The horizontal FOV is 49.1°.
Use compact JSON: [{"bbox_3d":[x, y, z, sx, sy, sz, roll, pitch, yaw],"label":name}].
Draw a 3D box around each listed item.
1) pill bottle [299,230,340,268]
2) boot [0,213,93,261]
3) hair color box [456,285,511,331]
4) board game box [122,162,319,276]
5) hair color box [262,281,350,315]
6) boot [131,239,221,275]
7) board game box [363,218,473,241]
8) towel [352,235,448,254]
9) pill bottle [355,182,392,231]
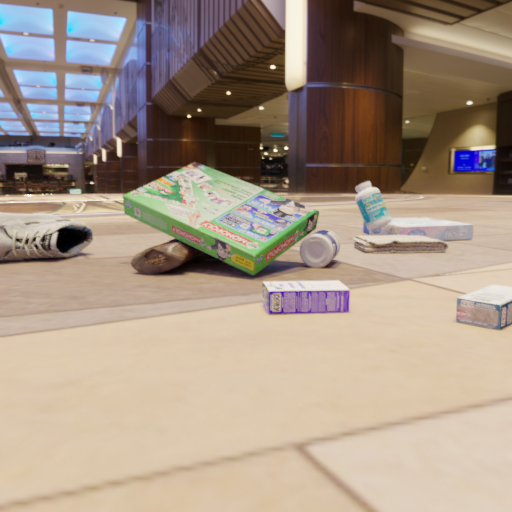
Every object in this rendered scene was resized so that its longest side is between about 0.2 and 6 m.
[{"bbox_3d":[1.242,-0.163,10.598,0.625,0.625,1.125,3,10,18],"label":"pill bottle"},{"bbox_3d":[-4.462,-0.369,10.914,1.306,1.005,2.732,8,15,25],"label":"boot"},{"bbox_3d":[2.810,0.589,6.584,0.514,0.311,1.028,8,11,44],"label":"hair color box"},{"bbox_3d":[-0.662,-0.812,10.370,3.029,0.441,2.038,25,40,27],"label":"board game box"},{"bbox_3d":[0.612,0.518,7.052,1.020,0.331,0.558,1,9,-6],"label":"hair color box"},{"bbox_3d":[-1.073,-0.097,10.112,1.866,0.643,2.003,-11,3,12],"label":"boot"},{"bbox_3d":[4.297,-0.720,15.074,2.086,0.452,2.076,-3,9,-17],"label":"board game box"},{"bbox_3d":[3.184,-0.285,12.593,1.855,0.320,1.229,-1,9,-6],"label":"towel"},{"bbox_3d":[2.938,-1.280,14.270,0.653,1.178,0.653,-23,-7,-3],"label":"pill bottle"}]
